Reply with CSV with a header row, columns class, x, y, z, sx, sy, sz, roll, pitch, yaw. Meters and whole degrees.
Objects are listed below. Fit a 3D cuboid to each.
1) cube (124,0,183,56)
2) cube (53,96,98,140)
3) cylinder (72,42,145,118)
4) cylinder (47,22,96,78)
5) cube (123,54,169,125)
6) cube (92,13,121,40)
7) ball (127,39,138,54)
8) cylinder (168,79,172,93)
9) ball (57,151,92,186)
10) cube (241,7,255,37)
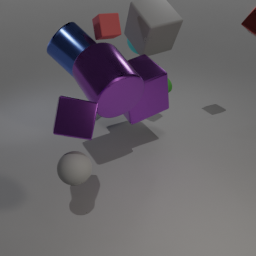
class,x,y,z,sx,sy,sz,roll,pitch,yaw
cube,0.876,-3.663,10.177,1.400,1.400,1.400,-21,65,-23
cube,-1.015,-0.201,5.332,0.700,0.700,0.700,10,2,-16
cylinder,-0.513,-1.218,7.201,1.400,1.400,1.400,-18,56,-28
cylinder,-1.762,-2.580,9.499,1.400,1.400,1.400,43,36,-3
cube,0.328,-1.236,8.847,1.400,1.400,1.400,-24,45,-13
cube,-0.713,-3.378,9.341,0.700,0.700,0.700,-13,12,-23
ball,0.654,-4.352,13.810,1.400,1.400,1.400,0,30,0
cylinder,1.204,-1.534,10.694,0.700,0.700,0.700,26,47,38
ball,-1.091,0.820,5.718,0.700,0.700,0.700,0,30,0
cube,4.261,-3.354,9.035,0.700,0.700,0.700,9,39,-46
